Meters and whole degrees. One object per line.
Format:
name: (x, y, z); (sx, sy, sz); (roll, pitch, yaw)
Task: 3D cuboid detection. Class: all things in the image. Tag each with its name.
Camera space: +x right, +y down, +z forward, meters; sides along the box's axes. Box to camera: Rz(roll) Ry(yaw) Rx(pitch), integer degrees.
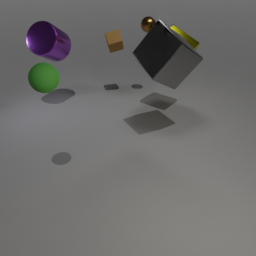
cube: (1.285, -2.361, 9.204); (1.400, 1.400, 1.400); (10, 39, -49)
cube: (-0.646, -4.140, 13.358); (0.700, 0.700, 0.700); (-17, 72, -1)
cube: (1.867, -3.114, 11.753); (1.400, 1.400, 1.400); (40, 66, 12)
ball: (0.925, -4.685, 12.690); (0.700, 0.700, 0.700); (0, 29, 0)
cylinder: (-3.352, -3.663, 11.968); (1.400, 1.400, 1.400); (7, 4, 12)
ball: (-1.945, -1.158, 6.481); (0.700, 0.700, 0.700); (0, 29, 0)
